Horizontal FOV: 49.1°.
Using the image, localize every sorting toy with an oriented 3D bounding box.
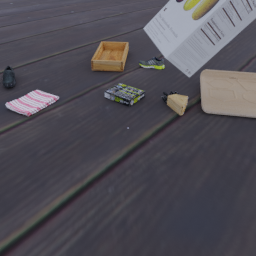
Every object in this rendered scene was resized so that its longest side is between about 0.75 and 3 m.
[{"bbox_3d":[3.747,-1.174,9.666,2.445,0.482,2.642,6,38,9],"label":"sorting toy"}]

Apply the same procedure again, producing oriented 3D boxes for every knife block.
[{"bbox_3d":[1.473,-0.871,9.245,0.925,0.337,1.054,11,35,17],"label":"knife block"}]

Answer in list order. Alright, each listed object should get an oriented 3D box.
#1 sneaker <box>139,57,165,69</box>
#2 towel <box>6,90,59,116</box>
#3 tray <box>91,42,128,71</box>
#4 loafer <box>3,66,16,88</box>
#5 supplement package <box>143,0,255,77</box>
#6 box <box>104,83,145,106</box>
[{"bbox_3d":[1.034,-2.869,12.164,1.148,0.465,0.424,8,34,11],"label":"sneaker"},{"bbox_3d":[-3.177,-0.896,9.392,1.070,0.219,1.462,19,38,25],"label":"towel"},{"bbox_3d":[-0.761,-3.320,12.840,1.350,0.507,2.737,3,34,4],"label":"tray"},{"bbox_3d":[-4.597,-1.973,10.769,0.482,0.498,1.418,-10,35,-15],"label":"loafer"},{"bbox_3d":[2.007,-2.967,7.653,1.424,2.601,1.479,20,34,-50],"label":"supplement package"},{"bbox_3d":[-0.115,-1.181,9.791,1.142,0.253,0.915,23,39,30],"label":"box"}]
